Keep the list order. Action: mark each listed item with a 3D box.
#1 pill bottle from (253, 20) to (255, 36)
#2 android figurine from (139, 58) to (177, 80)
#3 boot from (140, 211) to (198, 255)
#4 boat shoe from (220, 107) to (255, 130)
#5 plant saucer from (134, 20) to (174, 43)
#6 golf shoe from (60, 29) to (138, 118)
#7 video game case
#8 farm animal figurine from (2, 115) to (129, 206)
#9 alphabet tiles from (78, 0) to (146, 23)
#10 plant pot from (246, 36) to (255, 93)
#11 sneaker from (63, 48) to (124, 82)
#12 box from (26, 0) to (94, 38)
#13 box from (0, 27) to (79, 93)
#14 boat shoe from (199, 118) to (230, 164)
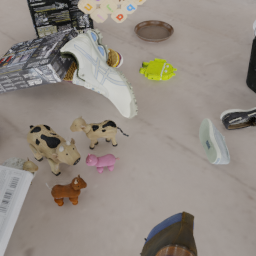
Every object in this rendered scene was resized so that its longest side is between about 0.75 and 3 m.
[{"bbox_3d":[5.567,-3.738,11.095,0.933,0.933,1.650,3,48,3],"label":"pill bottle"},{"bbox_3d":[1.090,-2.087,10.051,1.289,0.265,1.174,13,49,14],"label":"android figurine"},{"bbox_3d":[0.247,1.223,2.366,0.437,1.170,0.567,33,32,3],"label":"boot"},{"bbox_3d":[3.625,-0.280,8.130,1.754,0.648,0.529,-4,47,0],"label":"boat shoe"},{"bbox_3d":[1.088,-4.056,11.847,1.677,0.269,1.677,1,47,-1],"label":"plant saucer"},{"bbox_3d":[-0.890,-1.400,8.377,1.449,1.167,2.981,-30,84,-19],"label":"golf shoe"},{"bbox_3d":[-3.507,1.917,5.867,2.315,0.292,2.540,10,67,9],"label":"video game case"},{"bbox_3d":[-1.521,0.494,6.971,2.446,1.290,2.474,17,50,15],"label":"farm animal figurine"},{"bbox_3d":[-0.442,-3.995,8.129,2.086,2.040,0.152,-35,56,26],"label":"alphabet tiles"},{"bbox_3d":[5.369,-2.007,8.389,2.660,2.999,2.992,-29,53,-6],"label":"plant pot"},{"bbox_3d":[-1.304,-2.111,9.771,2.380,0.892,1.072,-6,2,18],"label":"sneaker"},{"bbox_3d":[-2.696,-4.699,11.283,2.394,1.960,1.031,-17,49,-14],"label":"box"},{"bbox_3d":[-3.077,-2.222,9.263,2.750,0.684,2.169,-7,44,22],"label":"box"},{"bbox_3d":[2.384,0.380,7.680,0.551,0.540,1.548,14,43,-16],"label":"boat shoe"}]
